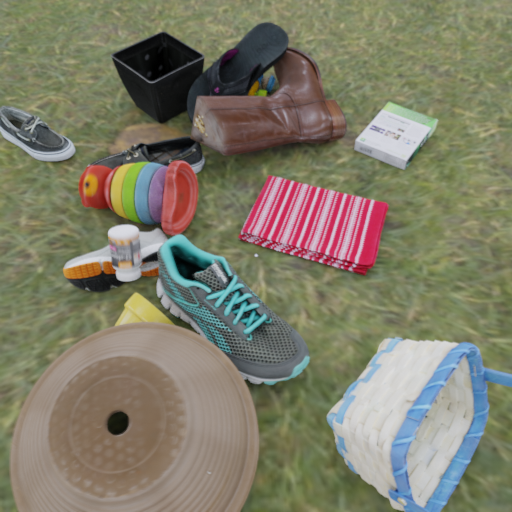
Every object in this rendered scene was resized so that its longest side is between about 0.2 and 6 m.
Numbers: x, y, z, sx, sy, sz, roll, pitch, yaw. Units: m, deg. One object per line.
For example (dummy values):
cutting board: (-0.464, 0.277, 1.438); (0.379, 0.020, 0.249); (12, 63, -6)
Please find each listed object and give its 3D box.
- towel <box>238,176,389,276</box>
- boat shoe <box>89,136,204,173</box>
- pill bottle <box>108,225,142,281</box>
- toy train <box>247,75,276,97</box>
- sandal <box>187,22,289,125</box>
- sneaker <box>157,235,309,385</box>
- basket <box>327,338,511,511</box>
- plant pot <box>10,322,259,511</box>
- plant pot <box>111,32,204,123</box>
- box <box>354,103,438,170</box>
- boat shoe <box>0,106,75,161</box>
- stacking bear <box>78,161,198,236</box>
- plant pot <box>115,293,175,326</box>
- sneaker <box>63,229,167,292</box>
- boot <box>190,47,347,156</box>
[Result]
towel: (1.066, -0.628, 9.960); (2.377, 0.267, 1.719); (16, 52, 13)
boat shoe: (-2.141, -1.847, 10.694); (2.293, 0.649, 0.787); (-11, 52, -10)
pill bottle: (-2.005, -0.039, 8.629); (0.461, 0.793, 0.461); (-1, 24, 0)
toy train: (-0.192, -3.523, 12.143); (0.926, 0.678, 1.601); (20, 53, -2)
sandal: (-0.426, -3.815, 11.452); (1.120, 0.713, 2.980); (33, 73, 7)
sneaker: (-0.490, 0.710, 8.097); (2.914, 1.329, 1.130); (32, 59, 27)
basket: (2.325, 2.090, 6.618); (2.189, 1.727, 2.483); (-41, 31, -28)
plant pot: (-1.501, 2.095, 6.623); (3.089, 1.426, 3.089); (0, 62, 1)
plant pot: (-1.995, -3.683, 11.824); (1.403, 1.244, 1.399); (-37, 60, -26)
box: (2.874, -2.480, 11.471); (1.134, 0.286, 1.571); (28, 57, 21)
boat shoe: (-4.479, -2.455, 11.187); (1.868, 0.662, 0.673); (22, 54, 17)
stacking bear: (-2.167, -1.128, 9.832); (2.040, 1.239, 1.160); (9, 9, 15)
plant pot: (-1.729, 1.091, 8.263); (0.818, 0.818, 0.769); (33, 74, 24)
sneaker: (-2.262, 0.016, 9.259); (1.804, 0.683, 0.830); (-11, 44, -19)
boot: (-0.072, -3.175, 11.252); (3.074, 0.987, 2.865); (-13, 54, -24)
